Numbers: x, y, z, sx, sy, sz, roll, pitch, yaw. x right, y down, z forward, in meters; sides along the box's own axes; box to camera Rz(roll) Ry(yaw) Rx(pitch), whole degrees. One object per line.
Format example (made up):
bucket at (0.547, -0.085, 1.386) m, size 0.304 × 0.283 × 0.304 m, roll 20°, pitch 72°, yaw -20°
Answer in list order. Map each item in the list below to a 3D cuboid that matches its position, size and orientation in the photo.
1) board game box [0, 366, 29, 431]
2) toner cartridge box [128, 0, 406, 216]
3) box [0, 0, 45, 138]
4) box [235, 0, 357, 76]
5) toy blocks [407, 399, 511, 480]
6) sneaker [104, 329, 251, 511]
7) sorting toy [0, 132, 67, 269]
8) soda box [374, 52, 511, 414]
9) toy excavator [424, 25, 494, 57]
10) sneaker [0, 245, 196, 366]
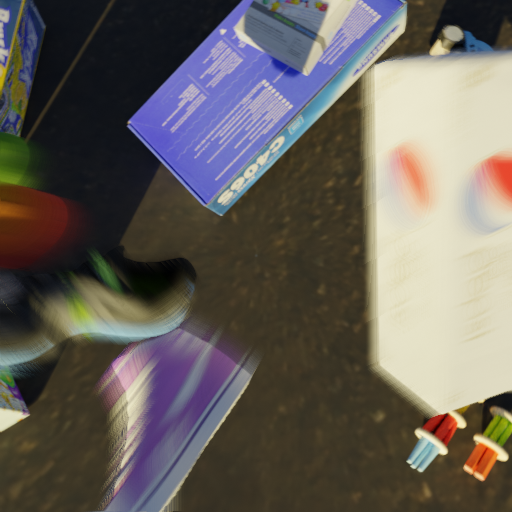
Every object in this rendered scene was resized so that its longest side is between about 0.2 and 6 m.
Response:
board game box at (-4.643, 1.676, 8.522) m, size 1.200 × 1.179 × 2.289 m, roll -30°, pitch 74°, yaw -10°
toner cartridge box at (0.160, -3.051, 9.569) m, size 4.522 × 0.976 × 2.148 m, roll -44°, pitch 77°, yaw 5°
box at (-4.784, -3.441, 10.364) m, size 0.948 × 1.033 × 2.948 m, roll 3°, pitch 71°, yaw 1°
box at (0.717, -3.954, 8.849) m, size 1.380 × 0.364 × 1.770 m, roll 34°, pitch 91°, yaw 14°
toy blocks at (3.114, 2.819, 8.469) m, size 1.262 × 0.550 × 1.514 m, roll 39°, pitch 75°, yaw 13°
sneaker at (-1.086, 1.626, 5.316) m, size 1.213 × 0.771 × 2.128 m, roll 37°, pitch 51°, yaw 0°
sorting toy at (-3.293, -1.157, 6.448) m, size 1.047 × 1.040 × 3.019 m, roll -39°, pitch 58°, yaw -6°
soda box at (2.316, -0.282, 6.651) m, size 1.274 × 1.363 × 4.001 m, roll -13°, pitch 111°, yaw -18°
toy excavator at (4.253, -3.343, 10.495) m, size 1.832 × 0.915 × 1.782 m, roll -2°, pitch 72°, yaw -10°
sneaker at (-1.928, 0.391, 6.101) m, size 2.886 × 1.196 × 1.023 m, roll -4°, pitch 51°, yaw -39°
